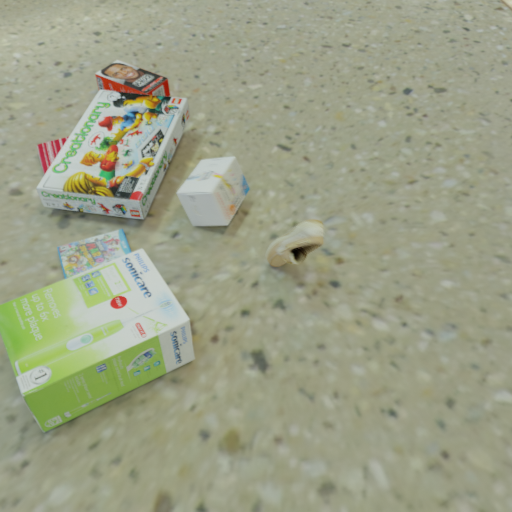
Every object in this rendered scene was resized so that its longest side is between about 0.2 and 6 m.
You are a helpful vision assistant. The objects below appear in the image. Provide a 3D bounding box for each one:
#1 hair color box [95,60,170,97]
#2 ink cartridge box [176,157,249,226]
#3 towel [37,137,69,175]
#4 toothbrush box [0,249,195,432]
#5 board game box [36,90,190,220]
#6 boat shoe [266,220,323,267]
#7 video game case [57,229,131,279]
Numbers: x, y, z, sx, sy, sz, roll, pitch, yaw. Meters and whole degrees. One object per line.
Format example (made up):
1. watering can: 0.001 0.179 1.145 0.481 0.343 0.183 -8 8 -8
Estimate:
1. hair color box: -3.406 -4.721 15.449 1.873 0.573 0.950 25 53 22
2. ink cartridge box: -0.893 -1.355 11.900 0.905 0.922 1.252 0 44 30
3. towel: -3.788 -2.390 13.471 2.625 0.295 1.899 -18 52 -14
4. toothbrush box: -2.680 1.312 9.389 2.698 1.161 1.965 -22 49 -21
5. board game box: -3.130 -2.447 12.892 2.313 0.634 3.664 7 51 8
6. boat shoe: 0.709 -0.108 10.615 0.584 1.585 0.548 7 61 -30
7. video game case: -3.257 -0.022 11.361 1.366 0.122 0.977 -17 49 -16
